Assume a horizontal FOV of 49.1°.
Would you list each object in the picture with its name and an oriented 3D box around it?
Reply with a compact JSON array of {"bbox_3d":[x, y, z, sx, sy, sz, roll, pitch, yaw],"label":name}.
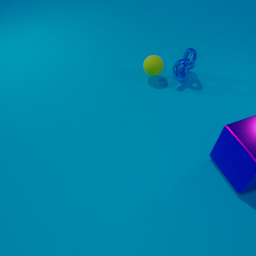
[{"bbox_3d":[1.979,-2.166,9.986,0.566,1.224,1.146,34,67,10],"label":"knot shape"},{"bbox_3d":[3.279,0.657,7.450,1.371,1.371,1.371,-17,53,-19],"label":"cube"},{"bbox_3d":[0.911,-2.223,9.990,0.720,0.720,0.720,0,51,0],"label":"ball"}]
